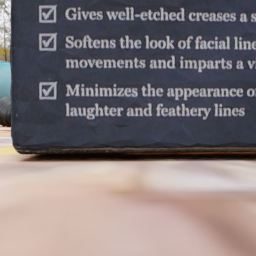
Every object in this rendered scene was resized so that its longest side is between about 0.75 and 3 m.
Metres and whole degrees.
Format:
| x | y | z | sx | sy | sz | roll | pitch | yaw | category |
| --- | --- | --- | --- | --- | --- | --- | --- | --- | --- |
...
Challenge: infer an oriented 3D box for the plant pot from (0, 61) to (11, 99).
| x | y | z | sx | sy | sz | roll | pitch | yaw | category |
| --- | --- | --- | --- | --- | --- | --- | --- | --- | --- |
| -3.496 | -0.986 | 9.129 | 2.001 | 2.130 | 2.130 | 15 | 9 | 32 | plant pot |

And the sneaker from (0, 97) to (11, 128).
| x | y | z | sx | sy | sz | roll | pitch | yaw | category |
| --- | --- | --- | --- | --- | --- | --- | --- | --- | --- |
| -1.376 | -0.221 | 5.076 | 1.848 | 0.702 | 0.839 | -9 | 16 | -37 | sneaker |

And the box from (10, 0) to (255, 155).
| x | y | z | sx | sy | sz | roll | pitch | yaw | category |
| --- | --- | --- | --- | --- | --- | --- | --- | --- | --- |
| 0.344 | -0.967 | 1.535 | 1.594 | 2.147 | 1.150 | 1 | 1 | -2 | box |
